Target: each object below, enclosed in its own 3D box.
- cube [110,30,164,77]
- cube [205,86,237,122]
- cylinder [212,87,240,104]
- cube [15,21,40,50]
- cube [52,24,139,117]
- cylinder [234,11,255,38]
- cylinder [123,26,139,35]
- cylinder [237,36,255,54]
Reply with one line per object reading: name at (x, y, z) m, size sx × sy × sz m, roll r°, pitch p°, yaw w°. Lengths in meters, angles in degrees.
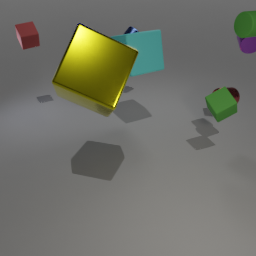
cube at (0.327, -2.757, 10.294) m, size 1.400 × 1.400 × 1.400 m, roll -17°, pitch 21°, yaw -23°
cube at (2.933, -0.732, 8.803) m, size 0.700 × 0.700 × 0.700 m, roll -29°, pitch 61°, yaw 8°
cylinder at (3.394, -1.061, 9.776) m, size 0.700 × 0.700 × 0.700 m, roll -9°, pitch 29°, yaw -34°
cube at (-3.973, -3.662, 11.100) m, size 0.700 × 0.700 × 0.700 m, roll -21°, pitch 70°, yaw -22°
cube at (-0.761, -1.218, 6.417) m, size 1.400 × 1.400 × 1.400 m, roll 23°, pitch -8°, yaw -7°
cylinder at (3.517, -2.951, 7.950) m, size 0.700 × 0.700 × 0.700 m, roll -13°, pitch 32°, yaw -23°
cylinder at (0.116, -4.060, 12.588) m, size 0.700 × 0.700 × 0.700 m, roll -52°, pitch 44°, yaw -2°
cylinder at (4.138, -3.024, 9.582) m, size 0.700 × 0.700 × 0.700 m, roll 4°, pitch 45°, yaw 6°
